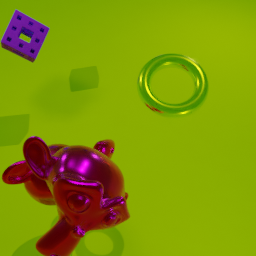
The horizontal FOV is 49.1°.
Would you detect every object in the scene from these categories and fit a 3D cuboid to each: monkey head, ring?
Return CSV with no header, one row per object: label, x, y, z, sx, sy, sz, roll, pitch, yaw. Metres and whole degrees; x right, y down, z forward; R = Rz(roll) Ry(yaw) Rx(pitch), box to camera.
monkey head,-0.928,0.595,4.483,1.179,1.957,1.408,32,102,16
ring,0.666,-0.645,4.183,1.071,0.214,1.071,0,69,1
monkey head,-0.610,0.846,3.360,1.207,1.678,1.011,-49,30,3

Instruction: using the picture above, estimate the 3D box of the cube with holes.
cube with holes,-2.474,-2.162,6.731,0.808,0.808,0.808,25,86,-23
